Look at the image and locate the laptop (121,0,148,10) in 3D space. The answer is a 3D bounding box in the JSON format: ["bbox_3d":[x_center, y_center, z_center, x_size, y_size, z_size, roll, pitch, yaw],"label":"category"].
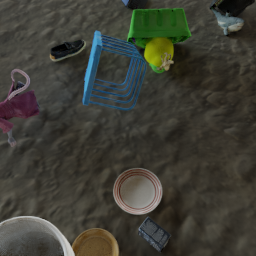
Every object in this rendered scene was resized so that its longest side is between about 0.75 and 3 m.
[{"bbox_3d":[0.313,-7.396,15.806,1.475,0.762,1.307,14,56,10],"label":"laptop"}]

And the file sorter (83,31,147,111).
[{"bbox_3d":[-0.565,-2.156,10.392,1.802,2.039,2.938,11,25,-12],"label":"file sorter"}]

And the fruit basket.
[{"bbox_3d":[1.386,-3.923,12.924,3.030,2.185,3.030,0,98,-2],"label":"fruit basket"}]

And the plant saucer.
[{"bbox_3d":[-0.964,3.673,8.173,1.403,0.248,1.403,0,54,0],"label":"plant saucer"}]

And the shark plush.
[{"bbox_3d":[5.174,-5.704,14.508,0.966,0.886,2.127,-15,56,-11],"label":"shark plush"}]

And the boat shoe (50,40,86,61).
[{"bbox_3d":[-2.860,-3.811,13.344,1.899,0.591,0.708,-30,58,-21],"label":"boat shoe"}]

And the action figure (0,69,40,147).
[{"bbox_3d":[-4.470,-0.630,10.359,1.746,1.941,2.607,32,46,14],"label":"action figure"}]

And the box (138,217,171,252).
[{"bbox_3d":[0.776,3.159,8.302,0.858,0.637,0.459,34,61,22],"label":"box"}]

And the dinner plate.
[{"bbox_3d":[0.325,2.103,9.339,1.624,0.197,1.624,0,53,0],"label":"dinner plate"}]

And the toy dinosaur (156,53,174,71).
[{"bbox_3d":[1.613,-2.688,11.375,0.384,1.319,0.667,-1,88,-24],"label":"toy dinosaur"}]

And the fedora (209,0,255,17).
[{"bbox_3d":[5.733,-6.706,14.690,2.842,2.842,1.298,-34,91,-22],"label":"fedora"}]

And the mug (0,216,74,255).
[{"bbox_3d":[-1.936,3.684,6.727,2.938,2.576,2.169,13,56,9],"label":"mug"}]
